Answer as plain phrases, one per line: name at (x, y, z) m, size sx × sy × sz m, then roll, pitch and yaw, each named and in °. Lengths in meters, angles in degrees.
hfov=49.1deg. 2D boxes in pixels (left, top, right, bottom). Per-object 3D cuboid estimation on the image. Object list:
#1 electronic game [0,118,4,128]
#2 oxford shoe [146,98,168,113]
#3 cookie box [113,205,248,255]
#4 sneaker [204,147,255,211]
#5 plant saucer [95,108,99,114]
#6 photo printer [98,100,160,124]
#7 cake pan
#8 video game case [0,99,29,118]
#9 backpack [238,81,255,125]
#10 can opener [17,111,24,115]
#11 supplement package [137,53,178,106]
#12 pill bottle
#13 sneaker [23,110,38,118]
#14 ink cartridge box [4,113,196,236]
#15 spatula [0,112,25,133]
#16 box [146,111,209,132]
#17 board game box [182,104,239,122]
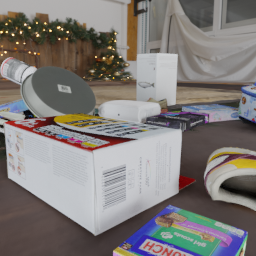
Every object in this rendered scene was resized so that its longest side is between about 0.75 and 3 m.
electronic game at (-5.277, -0.071, 9.002) m, size 2.470 × 0.514 × 2.470 m, roll 0°, pitch 12°, yaw 0°
oxford shoe at (0.920, -1.072, 13.122) m, size 1.936 × 0.724 × 0.682 m, roll -3°, pitch 13°, yaw -15°
cookie box at (0.553, 1.308, 2.834) m, size 0.965 × 0.424 × 1.128 m, roll 11°, pitch 17°, yaw 35°
sneaker at (2.443, 0.850, 4.085) m, size 2.560 × 0.959 × 1.154 m, roll -3°, pitch 16°, yaw 19°
plant saucer at (-2.690, -0.881, 13.376) m, size 2.917 × 0.277 × 1.020 m, roll 9°, pitch 15°, yaw 39°
photo printer at (-0.004, -0.703, 11.359) m, size 2.125 × 0.738 × 1.768 m, roll 8°, pitch 14°, yaw 33°
cake pan at (-2.338, -1.190, 10.003) m, size 2.792 × 0.512 × 2.792 m, roll 23°, pitch 40°, yaw -21°
video game case at (-4.830, -0.761, 11.217) m, size 1.870 × 0.425 × 1.695 m, roll -18°, pitch 15°, yaw -8°
backpack at (5.270, -0.926, 9.675) m, size 2.648 × 2.142 × 2.780 m, roll -19°, pitch 23°, yaw -29°
can opener at (-5.204, -0.756, 12.872) m, size 1.212 × 0.319 × 0.403 m, roll 5°, pitch -22°, yaw 17°
supplement package at (1.590, -2.689, 15.633) m, size 1.647 × 2.808 × 1.642 m, roll -10°, pitch 16°, yaw -39°
pill bottle at (-4.064, -2.084, 10.902) m, size 1.527 × 0.870 × 0.870 m, roll 25°, pitch 18°, yaw 12°
sneaker at (-3.929, -0.691, 12.013) m, size 1.347 × 0.444 × 0.528 m, roll 9°, pitch 18°, yaw 39°
ink cartridge box at (-0.507, 0.449, 5.098) m, size 2.742 × 1.150 × 2.407 m, roll 11°, pitch 16°, yaw 44°
spatula at (-3.339, -0.062, 8.701) m, size 2.523 × 0.203 × 1.755 m, roll 14°, pitch 14°, yaw 12°
box at (1.874, -0.303, 10.403) m, size 1.522 × 0.384 × 2.129 m, roll 9°, pitch 17°, yaw 37°
board game box at (3.651, -0.668, 11.959) m, size 1.939 × 0.423 × 1.948 m, roll -6°, pitch 14°, yaw -23°
